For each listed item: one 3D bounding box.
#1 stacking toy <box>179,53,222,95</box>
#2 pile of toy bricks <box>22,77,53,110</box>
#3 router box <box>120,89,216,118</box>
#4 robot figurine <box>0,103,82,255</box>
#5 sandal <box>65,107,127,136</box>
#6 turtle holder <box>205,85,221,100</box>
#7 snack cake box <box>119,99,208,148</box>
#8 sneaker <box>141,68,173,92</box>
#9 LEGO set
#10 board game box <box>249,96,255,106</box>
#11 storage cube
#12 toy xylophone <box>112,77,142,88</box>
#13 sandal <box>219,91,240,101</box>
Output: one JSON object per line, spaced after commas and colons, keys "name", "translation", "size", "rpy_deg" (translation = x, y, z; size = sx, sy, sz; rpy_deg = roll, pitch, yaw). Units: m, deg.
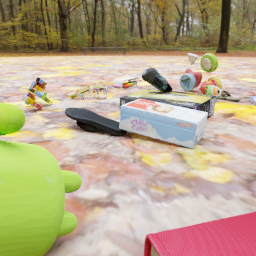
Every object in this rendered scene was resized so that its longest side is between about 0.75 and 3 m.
{"name": "stacking toy", "translation": [3.528, -2.697, 14.229], "size": [0.950, 2.035, 2.248], "rpy_deg": [-27, 31, -33]}
{"name": "pile of toy bricks", "translation": [-3.650, -1.336, 11.722], "size": [1.087, 1.222, 2.202], "rpy_deg": [35, -5, -18]}
{"name": "router box", "translation": [1.445, -0.806, 10.122], "size": [2.817, 0.736, 2.215], "rpy_deg": [11, 21, 30]}
{"name": "robot figurine", "translation": [-1.769, 0.825, 3.107], "size": [1.485, 2.252, 2.566], "rpy_deg": [-1, -12, 42]}
{"name": "sandal", "translation": [-1.066, -0.111, 8.554], "size": [2.173, 0.520, 0.817], "rpy_deg": [22, 23, 21]}
{"name": "turtle holder", "translation": [3.765, -1.466, 12.489], "size": [0.679, 0.956, 0.726], "rpy_deg": [3, 50, 13]}
{"name": "snack cake box", "translation": [1.001, -0.198, 7.940], "size": [2.183, 0.733, 1.255], "rpy_deg": [15, 22, 24]}
{"name": "sneaker", "translation": [1.113, -1.723, 10.205], "size": [1.558, 0.587, 0.618], "rpy_deg": [15, 27, -49]}
{"name": "LEGO set", "translation": [-1.700, -1.569, 13.097], "size": [1.955, 0.727, 0.899], "rpy_deg": [-14, -12, -25]}
{"name": "board game box", "translation": [5.790, -1.146, 12.094], "size": [0.820, 0.209, 1.211], "rpy_deg": [3, 18, 10]}
{"name": "storage cube", "translation": [1.070, 1.514, 1.609], "size": [1.587, 1.509, 1.765], "rpy_deg": [-5, 18, -17]}
{"name": "toy xylophone", "translation": [-0.035, -2.693, 16.531], "size": [1.350, 0.463, 1.844], "rpy_deg": [15, 23, 39]}
{"name": "sandal", "translation": [4.514, -1.516, 12.946], "size": [0.555, 0.399, 1.397], "rpy_deg": [-16, 24, -41]}
